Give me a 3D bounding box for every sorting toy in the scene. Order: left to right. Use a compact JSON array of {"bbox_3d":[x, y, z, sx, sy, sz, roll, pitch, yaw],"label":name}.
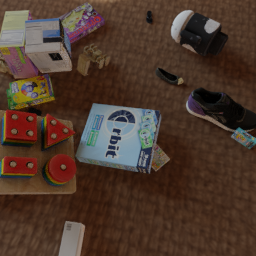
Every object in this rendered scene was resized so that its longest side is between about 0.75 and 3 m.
[{"bbox_3d":[-2.976,0.734,9.455,2.767,0.969,2.784,9,61,-35],"label":"sorting toy"}]

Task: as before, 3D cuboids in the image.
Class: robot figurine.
[{"bbox_3d":[3.017,-4.025,12.049,2.384,1.791,1.487,31,87,12],"label":"robot figurine"}]

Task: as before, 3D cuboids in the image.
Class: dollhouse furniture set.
[{"bbox_3d":[-5.203,-3.118,12.073,1.147,0.657,1.345,17,68,7],"label":"dollhouse furniture set"},{"bbox_3d":[-1.572,-2.886,12.088,1.042,0.790,1.188,41,51,16],"label":"dollhouse furniture set"}]

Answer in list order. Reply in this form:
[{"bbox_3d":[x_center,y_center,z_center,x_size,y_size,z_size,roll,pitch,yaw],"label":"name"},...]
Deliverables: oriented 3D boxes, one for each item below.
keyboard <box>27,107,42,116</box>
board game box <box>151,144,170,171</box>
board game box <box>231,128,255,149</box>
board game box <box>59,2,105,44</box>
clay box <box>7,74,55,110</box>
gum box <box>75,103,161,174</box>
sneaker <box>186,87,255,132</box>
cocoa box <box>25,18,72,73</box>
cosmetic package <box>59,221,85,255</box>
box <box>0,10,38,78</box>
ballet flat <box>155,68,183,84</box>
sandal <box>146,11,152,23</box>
[{"bbox_3d":[-3.988,-0.181,11.085,0.712,0.271,1.369,24,66,-15],"label":"keyboard"},{"bbox_3d":[0.963,1.012,10.536,0.697,0.177,1.036,-38,72,-15],"label":"board game box"},{"bbox_3d":[4.388,0.396,10.565,0.820,0.619,0.192,37,71,15],"label":"board game box"},{"bbox_3d":[-2.466,-4.786,12.985,2.427,0.392,1.457,-36,75,-14],"label":"board game box"},{"bbox_3d":[-4.050,-1.468,11.462,1.873,0.446,1.076,-15,68,-6],"label":"clay box"},{"bbox_3d":[-0.311,0.320,10.318,2.680,0.597,2.277,7,64,16],"label":"gum box"},{"bbox_3d":[3.705,-0.701,10.691,2.861,1.253,1.084,18,68,7],"label":"sneaker"},{"bbox_3d":[-3.129,-3.242,11.237,1.371,2.056,1.349,-5,81,-1],"label":"cocoa box"},{"bbox_3d":[-1.840,4.140,8.793,0.559,0.911,2.208,7,67,1],"label":"cosmetic package"},{"bbox_3d":[-4.345,-3.400,11.466,0.981,1.785,2.029,-3,60,-1],"label":"box"},{"bbox_3d":[1.734,-2.171,11.821,1.265,0.359,0.420,24,69,10],"label":"ballet flat"},{"bbox_3d":[1.001,-5.283,13.278,0.295,0.166,0.776,-2,67,-1],"label":"sandal"}]
